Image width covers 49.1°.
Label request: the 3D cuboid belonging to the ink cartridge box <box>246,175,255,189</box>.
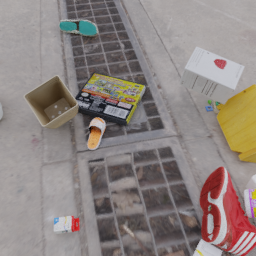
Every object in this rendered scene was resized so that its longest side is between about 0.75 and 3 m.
[{"bbox_3d":[4.894,2.290,9.013,1.289,0.728,1.759,-14,52,-11],"label":"ink cartridge box"}]

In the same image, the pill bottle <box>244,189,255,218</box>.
[{"bbox_3d":[4.263,2.170,8.130,1.592,0.830,0.830,-8,47,23],"label":"pill bottle"}]

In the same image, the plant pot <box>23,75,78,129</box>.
[{"bbox_3d":[-2.802,-0.826,10.792,1.505,1.334,1.507,-34,76,-9],"label":"plant pot"}]

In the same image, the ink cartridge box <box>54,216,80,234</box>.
[{"bbox_3d":[-1.907,3.008,8.731,0.755,0.254,0.438,-6,51,-6],"label":"ink cartridge box"}]

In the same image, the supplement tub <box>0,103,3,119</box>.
[{"bbox_3d":[-5.889,-1.006,11.472,1.140,1.140,1.624,-27,55,-21],"label":"supplement tub"}]

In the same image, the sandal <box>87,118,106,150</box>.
[{"bbox_3d":[-1.256,0.113,10.981,0.611,0.457,1.594,1,50,6],"label":"sandal"}]

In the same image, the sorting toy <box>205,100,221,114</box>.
[{"bbox_3d":[4.098,-0.932,12.032,1.496,0.204,0.842,6,51,5],"label":"sorting toy"}]

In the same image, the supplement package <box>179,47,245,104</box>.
[{"bbox_3d":[3.118,-1.970,10.554,1.919,1.149,1.164,26,69,10],"label":"supplement package"}]

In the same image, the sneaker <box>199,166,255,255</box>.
[{"bbox_3d":[3.221,2.650,8.776,1.678,1.138,2.905,34,43,-6],"label":"sneaker"}]

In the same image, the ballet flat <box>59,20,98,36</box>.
[{"bbox_3d":[-2.683,-5.674,15.647,2.366,0.849,0.849,14,52,11],"label":"ballet flat"}]

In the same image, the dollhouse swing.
[{"bbox_3d":[5.287,0.044,11.005,2.373,2.296,2.611,-33,49,26],"label":"dollhouse swing"}]

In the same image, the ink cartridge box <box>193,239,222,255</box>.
[{"bbox_3d":[2.124,3.754,7.851,0.644,0.647,0.882,25,55,21],"label":"ink cartridge box"}]

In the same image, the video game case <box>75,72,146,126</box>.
[{"bbox_3d":[-0.830,-1.351,12.299,2.639,0.337,2.385,16,52,14],"label":"video game case"}]
